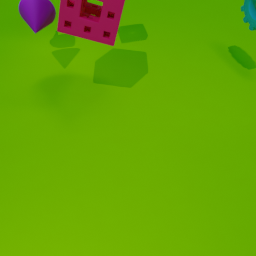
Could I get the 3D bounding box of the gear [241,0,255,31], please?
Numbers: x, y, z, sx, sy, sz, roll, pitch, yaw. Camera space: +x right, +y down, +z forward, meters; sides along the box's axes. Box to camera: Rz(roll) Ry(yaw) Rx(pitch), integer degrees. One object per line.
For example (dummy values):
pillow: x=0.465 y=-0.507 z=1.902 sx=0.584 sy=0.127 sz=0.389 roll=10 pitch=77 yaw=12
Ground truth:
gear: x=3.684 y=-3.370 z=7.706 sx=0.257 sy=1.391 sz=1.391 roll=-17 pitch=50 yaw=-13

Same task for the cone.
cone: x=-2.655 y=-3.080 z=8.129 sx=1.073 sy=1.073 sz=1.077 roll=-6 pitch=55 yaw=-5

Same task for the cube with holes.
cube with holes: x=-0.818 y=-3.071 z=6.823 sx=1.385 sy=1.385 sz=1.385 roll=13 pitch=38 yaw=-8
